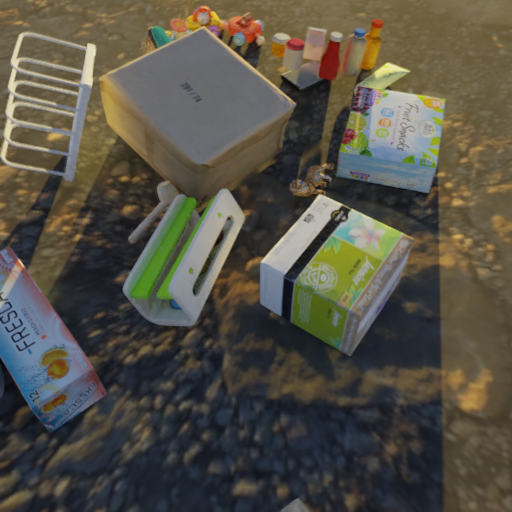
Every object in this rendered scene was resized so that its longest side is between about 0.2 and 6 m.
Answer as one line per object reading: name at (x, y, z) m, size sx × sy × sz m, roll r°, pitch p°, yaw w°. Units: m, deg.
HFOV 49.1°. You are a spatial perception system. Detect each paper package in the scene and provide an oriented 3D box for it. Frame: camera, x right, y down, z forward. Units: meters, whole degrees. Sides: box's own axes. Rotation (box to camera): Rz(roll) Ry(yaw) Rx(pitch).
paper package at (-1.101, -2.750, 10.861) m, size 2.606 × 1.415 × 2.734 m, roll -38°, pitch 73°, yaw -26°

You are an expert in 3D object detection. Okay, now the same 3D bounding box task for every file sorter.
file sorter at (-3.896, -2.792, 10.472) m, size 1.345 × 2.161 × 1.499 m, roll 9°, pitch 44°, yaw -22°

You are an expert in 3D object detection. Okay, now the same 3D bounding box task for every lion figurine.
lion figurine at (1.100, -1.494, 10.934) m, size 0.669 × 0.396 × 1.093 m, roll 11°, pitch 38°, yaw 18°

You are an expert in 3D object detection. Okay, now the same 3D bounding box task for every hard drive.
hard drive at (1.187, -4.206, 13.147) m, size 1.013 × 0.167 × 0.707 m, roll -30°, pitch 58°, yaw -22°

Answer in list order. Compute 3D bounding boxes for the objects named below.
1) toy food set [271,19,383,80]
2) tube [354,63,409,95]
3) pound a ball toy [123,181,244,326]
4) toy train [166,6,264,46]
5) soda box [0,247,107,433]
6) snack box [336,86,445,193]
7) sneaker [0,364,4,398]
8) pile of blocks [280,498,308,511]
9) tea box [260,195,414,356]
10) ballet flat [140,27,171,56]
toy food set at (1.614, -4.884, 12.869) m, size 2.498 × 1.124 × 1.192 m, roll 11°, pitch 49°, yaw 0°
tube at (2.865, -4.075, 12.926) m, size 1.593 × 0.414 × 0.462 m, roll -38°, pitch 99°, yaw -32°
pound a ball toy at (-1.285, -0.102, 9.521) m, size 1.707 × 1.112 × 2.618 m, roll -3°, pitch 47°, yaw 31°
toy train at (-1.123, -5.534, 13.838) m, size 1.966 × 0.728 × 2.617 m, roll 35°, pitch 59°, yaw 25°
soda box at (-3.420, 1.183, 8.430) m, size 0.971 × 0.902 × 2.838 m, roll -32°, pitch 58°, yaw -22°
snack box at (2.754, -2.409, 11.353) m, size 1.863 × 0.747 × 2.209 m, roll 13°, pitch 54°, yaw 11°
sneaker at (-4.524, 1.441, 8.365) m, size 0.861 × 0.888 × 2.432 m, roll -37°, pitch 51°, yaw -14°
pile of blocks at (1.149, 3.767, 6.638) m, size 2.464 × 1.012 × 0.766 m, roll 27°, pitch 13°, yaw 9°
tea box at (1.257, 0.270, 8.952) m, size 1.763 × 1.197 × 1.792 m, roll 28°, pitch 58°, yaw 20°
ballet flat at (-1.983, -3.967, 12.513) m, size 0.811 × 0.751 × 2.300 m, roll -8°, pitch 73°, yaw -46°
